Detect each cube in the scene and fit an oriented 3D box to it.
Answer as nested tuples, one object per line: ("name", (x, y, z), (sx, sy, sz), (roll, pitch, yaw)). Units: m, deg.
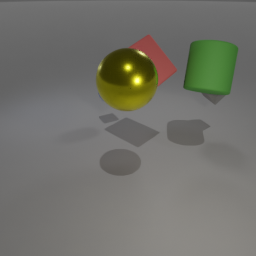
("cube", (3.026, -1.399, 9.944), (0.700, 0.700, 0.700), (-44, 46, 6))
("cube", (0.345, -1.717, 8.688), (1.400, 1.400, 1.400), (-40, 3, -27))

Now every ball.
("ball", (-0.021, -1.072, 6.291), (1.400, 1.400, 1.400), (0, 28, 0))

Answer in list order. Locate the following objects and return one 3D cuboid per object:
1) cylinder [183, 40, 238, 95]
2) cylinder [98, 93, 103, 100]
("cylinder", (2.481, -1.791, 8.474), (1.400, 1.400, 1.400), (9, 5, -1))
("cylinder", (-0.739, -1.484, 10.830), (0.700, 0.700, 0.700), (-18, 32, -22))
